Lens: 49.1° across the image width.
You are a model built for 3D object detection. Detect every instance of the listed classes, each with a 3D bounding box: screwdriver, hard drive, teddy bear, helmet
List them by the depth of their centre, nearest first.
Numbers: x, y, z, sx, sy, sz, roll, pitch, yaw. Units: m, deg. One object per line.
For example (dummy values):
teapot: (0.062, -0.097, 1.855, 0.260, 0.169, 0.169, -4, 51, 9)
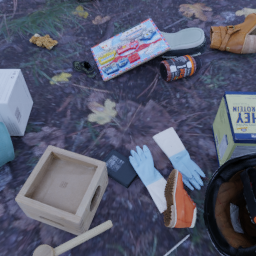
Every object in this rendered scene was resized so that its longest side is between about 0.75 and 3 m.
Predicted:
helmet: (3.309, 1.774, 5.878, 2.664, 2.795, 2.795, 10, 50, -18)
screwdriver: (0.802, 3.048, 6.485, 1.783, 0.249, 0.259, -28, 29, -17)
hard drive: (-0.228, 1.149, 8.003, 1.075, 0.177, 0.750, 30, 58, 22)
teddy bear: (-3.463, -3.589, 11.512, 1.160, 0.387, 0.841, 35, 58, 24)

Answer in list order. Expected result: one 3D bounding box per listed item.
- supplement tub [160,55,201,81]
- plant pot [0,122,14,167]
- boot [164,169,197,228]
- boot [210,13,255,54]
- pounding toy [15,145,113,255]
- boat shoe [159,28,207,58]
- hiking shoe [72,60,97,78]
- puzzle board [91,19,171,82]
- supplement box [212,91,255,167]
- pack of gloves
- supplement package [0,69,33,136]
supplement tub: (1.931, -2.217, 10.215, 1.426, 0.762, 0.762, -17, 54, -12)
plant pot: (-4.083, 0.571, 7.621, 1.616, 1.719, 1.719, -19, 53, -33)
boot: (1.371, 1.815, 7.204, 0.798, 0.558, 1.488, 12, 63, -12)
boot: (4.371, -4.026, 11.554, 1.914, 0.911, 2.474, 7, 50, 11)
pounding toy: (-1.381, 2.046, 6.670, 2.290, 1.192, 2.606, 15, 54, 12)
boat shoe: (1.550, -3.130, 10.809, 2.901, 0.875, 1.097, 9, 70, 31)
hiking shoe: (-1.641, -2.334, 10.422, 1.143, 0.576, 0.433, 30, 58, 21)
puzzle board: (0.002, -3.072, 10.703, 2.705, 0.235, 2.038, -25, 55, 3)
supplement box: (3.179, 0.141, 7.818, 1.120, 1.667, 1.669, 1, 52, 2)
pack of gloves: (1.081, 1.159, 7.972, 1.668, 0.392, 1.986, -25, 67, -17)
supplement package: (-4.600, -0.766, 8.607, 2.714, 1.543, 1.486, 0, 51, 1)
